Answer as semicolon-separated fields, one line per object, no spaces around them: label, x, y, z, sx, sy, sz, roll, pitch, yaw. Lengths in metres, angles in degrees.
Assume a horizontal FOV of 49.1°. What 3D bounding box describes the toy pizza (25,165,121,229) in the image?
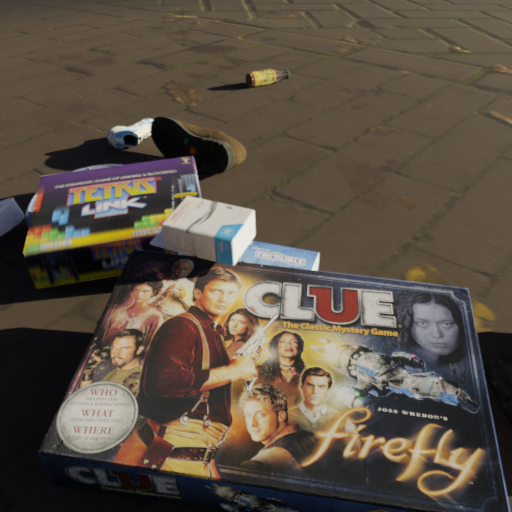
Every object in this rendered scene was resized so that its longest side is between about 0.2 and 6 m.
toy pizza;-2.872;-0.874;10.247;2.534;0.401;2.534;-1;41;1

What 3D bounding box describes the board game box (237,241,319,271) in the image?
board game box;-0.102;0.395;8.498;1.787;0.388;1.778;10;34;14

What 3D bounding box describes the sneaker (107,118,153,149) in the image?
sneaker;-2.796;-2.827;13.124;0.556;0.552;1.535;49;43;8

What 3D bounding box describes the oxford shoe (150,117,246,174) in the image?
oxford shoe;-1.288;-2.433;12.291;2.498;0.908;1.054;29;32;26

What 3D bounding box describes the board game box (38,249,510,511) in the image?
board game box;0.284;1.372;6.343;4.356;0.754;2.951;6;43;5

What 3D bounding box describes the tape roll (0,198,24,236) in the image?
tape roll;-4.523;-0.582;9.619;1.015;0.355;1.015;-21;26;11

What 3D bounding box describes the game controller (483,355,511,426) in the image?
game controller;3.384;1.851;6.541;0.931;0.376;1.785;10;34;-11

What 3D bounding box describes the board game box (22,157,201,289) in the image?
board game box;-2.174;-0.631;9.018;2.652;0.752;2.193;-9;41;-6

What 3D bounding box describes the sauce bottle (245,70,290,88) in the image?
sauce bottle;0.364;-5.334;16.696;1.374;0.453;0.453;-19;39;-24

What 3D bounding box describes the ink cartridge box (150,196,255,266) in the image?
ink cartridge box;-0.720;-0.364;7.291;1.252;0.417;0.725;13;42;18
